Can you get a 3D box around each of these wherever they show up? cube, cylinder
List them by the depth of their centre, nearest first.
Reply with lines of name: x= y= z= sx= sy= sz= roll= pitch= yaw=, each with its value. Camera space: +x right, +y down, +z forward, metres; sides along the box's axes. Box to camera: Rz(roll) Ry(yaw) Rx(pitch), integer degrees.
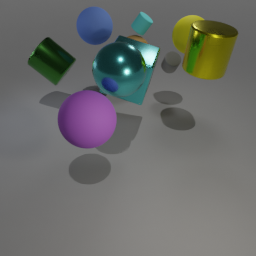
cylinder: x=2.514 y=-2.438 z=8.726 sx=1.400 sy=1.400 sz=1.400 roll=4 pitch=38 yaw=-3
cube: x=0.065 y=-1.821 z=8.780 sx=1.400 sy=1.400 sz=1.400 roll=18 pitch=41 yaw=2
cylinder: x=-3.073 y=-2.694 z=11.376 sx=1.400 sy=1.400 sz=1.400 roll=38 pitch=31 yaw=-14
cylinder: x=1.833 y=-2.790 z=11.936 sx=0.700 sy=0.700 sz=0.700 roll=2 pitch=75 yaw=-7
cylinder: x=0.607 y=-4.528 z=12.166 sx=0.700 sy=0.700 sz=0.700 roll=28 pitch=35 yaw=-22

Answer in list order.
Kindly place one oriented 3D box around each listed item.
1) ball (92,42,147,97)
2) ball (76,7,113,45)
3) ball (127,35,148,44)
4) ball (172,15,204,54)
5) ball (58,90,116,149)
ball: x=-0.219 y=-1.500 z=7.239 sx=1.400 sy=1.400 sz=1.400 roll=0 pitch=32 yaw=0
ball: x=-1.292 y=-3.955 z=10.876 sx=1.400 sy=1.400 sz=1.400 roll=0 pitch=32 yaw=0
ball: x=0.280 y=-3.476 z=12.695 sx=1.400 sy=1.400 sz=1.400 roll=0 pitch=32 yaw=0
ball: x=2.363 y=-3.481 z=10.516 sx=1.400 sy=1.400 sz=1.400 roll=0 pitch=32 yaw=0
ball: x=-0.978 y=-0.205 z=6.756 sx=1.400 sy=1.400 sz=1.400 roll=0 pitch=32 yaw=0
